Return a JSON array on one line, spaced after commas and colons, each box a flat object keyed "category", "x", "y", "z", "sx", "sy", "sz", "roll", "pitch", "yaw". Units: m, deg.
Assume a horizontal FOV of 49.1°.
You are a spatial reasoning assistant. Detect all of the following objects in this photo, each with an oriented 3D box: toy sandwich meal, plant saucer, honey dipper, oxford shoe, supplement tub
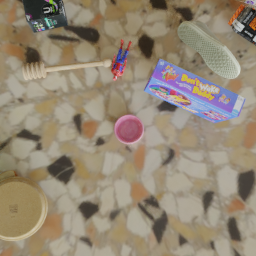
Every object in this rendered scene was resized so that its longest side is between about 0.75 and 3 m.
[{"category": "toy sandwich meal", "x": -2.884, "y": 1.982, "z": 7.137, "sx": 1.733, "sy": 0.593, "sz": 1.733, "roll": 1, "pitch": 83, "yaw": -9}, {"category": "plant saucer", "x": 0.027, "y": 0.040, "z": 7.583, "sx": 0.808, "sy": 0.205, "sz": 0.808, "roll": 0, "pitch": 79, "yaw": 2}, {"category": "honey dipper", "x": -1.669, "y": -1.720, "z": 7.799, "sx": 2.430, "sy": 0.461, "sz": 0.461, "roll": -9, "pitch": 81, "yaw": -5}, {"category": "oxford shoe", "x": 2.305, "y": -2.232, "z": 7.738, "sx": 2.119, "sy": 0.797, "sz": 0.612, "roll": 44, "pitch": 55, "yaw": 6}, {"category": "supplement tub", "x": 3.468, "y": -2.836, "z": 7.787, "sx": 1.222, "sy": 0.749, "sz": 0.749, "roll": 35, "pitch": 83, "yaw": 5}]

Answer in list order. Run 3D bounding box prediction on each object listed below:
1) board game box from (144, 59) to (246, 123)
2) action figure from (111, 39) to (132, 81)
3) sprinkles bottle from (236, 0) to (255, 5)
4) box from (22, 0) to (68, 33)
[{"category": "board game box", "x": 1.538, "y": -0.835, "z": 6.927, "sx": 2.152, "sy": 1.447, "sz": 0.482, "roll": 24, "pitch": 84, "yaw": -2}, {"category": "action figure", "x": -0.220, "y": -1.901, "z": 7.882, "sx": 0.393, "sy": 0.310, "sz": 1.201, "roll": 16, "pitch": 84, "yaw": 0}, {"category": "sprinkles bottle", "x": 3.584, "y": -3.849, "z": 8.034, "sx": 1.681, "sy": 0.573, "sz": 0.573, "roll": 14, "pitch": 81, "yaw": 2}, {"category": "box", "x": -2.323, "y": -3.275, "z": 7.903, "sx": 1.041, "sy": 0.647, "sz": 0.773, "roll": -13, "pitch": 81, "yaw": -2}]
